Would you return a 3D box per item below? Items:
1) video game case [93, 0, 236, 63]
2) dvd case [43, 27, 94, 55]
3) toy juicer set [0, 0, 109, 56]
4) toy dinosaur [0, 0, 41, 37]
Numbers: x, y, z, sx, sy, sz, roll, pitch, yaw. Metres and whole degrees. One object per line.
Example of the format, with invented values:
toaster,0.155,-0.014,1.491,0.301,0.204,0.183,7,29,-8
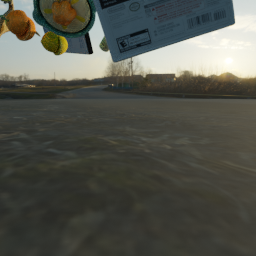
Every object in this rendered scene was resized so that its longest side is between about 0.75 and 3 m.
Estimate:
video game case,0.414,-1.941,3.725,1.828,1.662,0.213,-17,25,4
dvd case,-2.443,-3.794,10.627,2.667,1.903,0.234,17,40,40
toy juicer set,-1.231,-2.090,5.621,2.905,0.790,1.848,10,-37,-4
toy dinosaur,-3.433,-2.657,7.192,0.856,1.487,2.941,31,41,6
